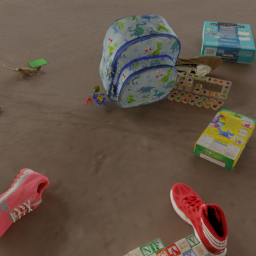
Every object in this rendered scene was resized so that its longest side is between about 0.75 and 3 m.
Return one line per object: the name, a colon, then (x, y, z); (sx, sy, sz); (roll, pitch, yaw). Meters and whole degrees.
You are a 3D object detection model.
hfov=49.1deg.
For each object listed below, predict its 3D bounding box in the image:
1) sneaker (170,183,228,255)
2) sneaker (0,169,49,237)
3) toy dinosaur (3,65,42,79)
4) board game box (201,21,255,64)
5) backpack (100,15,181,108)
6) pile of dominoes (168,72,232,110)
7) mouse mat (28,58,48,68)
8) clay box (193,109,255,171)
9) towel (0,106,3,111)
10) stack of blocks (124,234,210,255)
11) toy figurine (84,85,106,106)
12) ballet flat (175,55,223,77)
sneaker: (1.570, 1.690, 6.029); (0.743, 1.096, 1.897); (-17, 43, -18)
sneaker: (-2.433, 1.680, 6.369); (0.798, 0.678, 1.840); (10, 41, 10)
toy dinosaur: (-4.251, -2.285, 11.285); (1.524, 0.444, 0.771); (-2, 25, -14)
board game box: (4.577, -4.039, 12.995); (2.187, 0.680, 2.896); (9, 42, 10)
backpack: (0.469, -2.090, 9.141); (2.501, 2.733, 2.008); (-13, 59, -17)
pile of dominoes: (2.569, -1.438, 10.034); (2.018, 0.321, 1.573); (16, 54, 17)
mouse mat: (-3.889, -2.808, 12.082); (0.756, 0.028, 0.608); (-24, 46, -27)
clay box: (2.875, 0.245, 8.181); (1.148, 0.476, 1.998); (25, 47, 26)
towel: (-4.798, -0.468, 9.284); (0.795, 0.126, 1.107); (14, 42, 14)
stack of blocks: (0.717, 2.661, 5.379); (1.609, 0.471, 0.927); (-18, 44, -19)
toy figurine: (-1.046, -1.005, 9.820); (0.630, 0.555, 1.052); (32, 32, -10)
ballet flat: (2.446, -2.356, 11.057); (2.489, 0.844, 0.900); (4, 62, 5)
